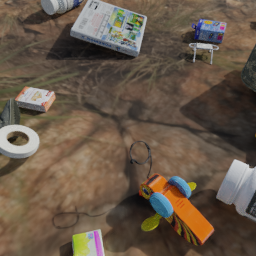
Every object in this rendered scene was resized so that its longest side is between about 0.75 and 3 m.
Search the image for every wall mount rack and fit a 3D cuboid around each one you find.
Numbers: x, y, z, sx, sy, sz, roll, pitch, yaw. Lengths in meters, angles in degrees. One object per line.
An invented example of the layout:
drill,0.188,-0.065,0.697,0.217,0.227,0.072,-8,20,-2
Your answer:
wall mount rack,2.677,-2.692,9.990,1.041,0.388,0.905,7,44,7

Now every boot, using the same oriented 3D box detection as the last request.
boot,-3.801,-0.127,7.535,1.634,0.593,1.485,-13,48,-3

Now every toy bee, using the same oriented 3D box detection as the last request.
toy bee,0.774,1.380,5.867,1.443,1.198,2.204,-12,73,-22

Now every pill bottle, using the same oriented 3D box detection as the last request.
pill bottle,-2.839,-5.684,12.272,1.046,1.046,1.885,27,53,23
pill bottle,2.853,1.426,5.547,1.906,1.085,1.085,25,52,24

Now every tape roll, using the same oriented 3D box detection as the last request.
tape roll,-2.671,0.314,6.783,1.010,0.184,1.010,16,36,-12

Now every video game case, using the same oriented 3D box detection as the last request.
video game case,-0.622,-3.939,10.763,2.502,0.302,2.745,17,47,-5

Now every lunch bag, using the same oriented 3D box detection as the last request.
lunch bag,5.145,-1.791,8.163,2.384,1.981,2.842,-23,50,-40

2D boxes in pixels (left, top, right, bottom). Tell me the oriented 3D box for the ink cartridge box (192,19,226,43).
ink cartridge box,3.114,-3.805,10.934,1.268,0.484,0.865,13,48,14

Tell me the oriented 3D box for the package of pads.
package of pads,-0.755,2.384,5.348,0.588,0.260,0.762,-10,48,-9

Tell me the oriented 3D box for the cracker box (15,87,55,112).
cracker box,-2.753,-0.861,8.332,0.973,0.281,0.652,11,48,10
